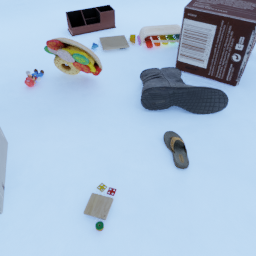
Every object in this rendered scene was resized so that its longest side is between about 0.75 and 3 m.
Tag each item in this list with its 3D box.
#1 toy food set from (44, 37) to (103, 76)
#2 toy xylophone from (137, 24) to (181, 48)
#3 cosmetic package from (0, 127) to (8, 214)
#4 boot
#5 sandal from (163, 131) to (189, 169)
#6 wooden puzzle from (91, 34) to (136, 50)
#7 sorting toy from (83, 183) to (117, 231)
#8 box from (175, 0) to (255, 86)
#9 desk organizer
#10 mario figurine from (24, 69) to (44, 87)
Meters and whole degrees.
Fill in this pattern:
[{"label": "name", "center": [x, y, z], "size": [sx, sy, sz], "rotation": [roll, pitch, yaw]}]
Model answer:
[{"label": "toy food set", "center": [-1.873, -2.376, 9.612], "size": [2.092, 2.071, 0.509], "rotation": [18, 76, 20]}, {"label": "toy xylophone", "center": [1.518, -3.930, 12.152], "size": [2.253, 0.566, 1.650], "rotation": [0, 45, 0]}, {"label": "cosmetic package", "center": [-3.663, 0.898, 6.888], "size": [1.056, 1.251, 2.343], "rotation": [-9, 48, -7]}, {"label": "boot", "center": [1.818, -1.441, 9.445], "size": [2.880, 1.005, 1.896], "rotation": [6, 40, 0]}, {"label": "sandal", "center": [1.374, 0.538, 7.851], "size": [0.551, 0.368, 1.349], "rotation": [-5, 45, -5]}, {"label": "wooden puzzle", "center": [-0.581, -3.698, 12.190], "size": [2.009, 0.235, 1.355], "rotation": [-4, 41, -5]}, {"label": "sorting toy", "center": [-0.675, 1.857, 6.660], "size": [0.565, 0.198, 1.171], "rotation": [12, 47, 11]}, {"label": "box", "center": [3.544, -3.610, 10.483], "size": [2.457, 2.482, 2.992], "rotation": [21, 49, 20]}, {"label": "desk organizer", "center": [-1.714, -5.031, 13.044], "size": [2.211, 0.851, 0.793], "rotation": [-18, 48, -17]}, {"label": "mario figurine", "center": [-3.417, -1.893, 10.136], "size": [0.615, 0.528, 0.997], "rotation": [-22, 29, 27]}]
